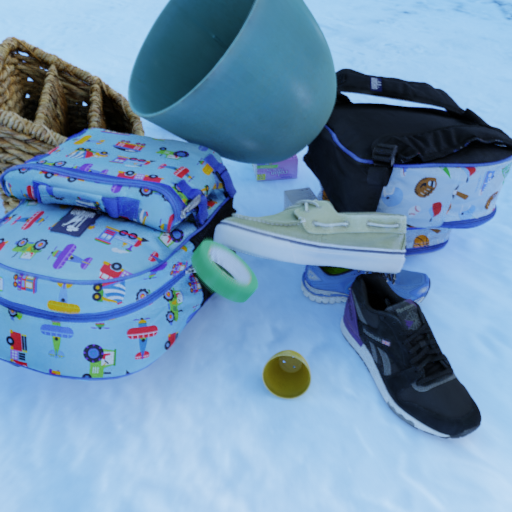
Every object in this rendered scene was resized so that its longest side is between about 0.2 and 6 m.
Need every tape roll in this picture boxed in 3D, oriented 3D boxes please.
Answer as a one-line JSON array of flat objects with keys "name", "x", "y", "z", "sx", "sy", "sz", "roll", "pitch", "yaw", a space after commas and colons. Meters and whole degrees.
[{"name": "tape roll", "x": -0.400, "y": 0.195, "z": 7.243, "sx": 0.929, "sy": 0.223, "sz": 0.929, "roll": 36, "pitch": 19, "yaw": -15}]

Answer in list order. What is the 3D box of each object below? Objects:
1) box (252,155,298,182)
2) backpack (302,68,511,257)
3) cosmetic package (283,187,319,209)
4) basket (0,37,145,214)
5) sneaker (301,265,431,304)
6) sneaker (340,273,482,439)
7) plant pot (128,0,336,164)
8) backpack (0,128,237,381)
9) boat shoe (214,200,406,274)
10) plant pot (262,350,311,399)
[{"name": "box", "x": 0.403, "y": -2.285, "z": 13.171, "sx": 0.969, "sy": 0.532, "sz": 1.101, "roll": -5, "pitch": 40, "yaw": -6}, {"name": "backpack", "x": 2.848, "y": -1.606, "z": 10.505, "sx": 3.477, "sy": 2.812, "sz": 3.651, "roll": -7, "pitch": 40, "yaw": -10}, {"name": "cosmetic package", "x": 1.017, "y": -0.616, "z": 10.912, "sx": 0.589, "sy": 0.819, "sz": 1.452, "roll": -10, "pitch": 38, "yaw": -12}, {"name": "basket", "x": -3.767, "y": -2.672, "z": 11.660, "sx": 2.830, "sy": 2.954, "sz": 3.965, "roll": -7, "pitch": 37, "yaw": -8}, {"name": "sneaker", "x": 1.885, "y": 0.356, "z": 9.581, "sx": 2.194, "sy": 0.978, "sz": 0.862, "roll": 4, "pitch": 39, "yaw": 4}, {"name": "sneaker", "x": 2.160, "y": 1.339, "z": 8.169, "sx": 1.054, "sy": 1.219, "sz": 2.783, "roll": -19, "pitch": 43, "yaw": -22}, {"name": "plant pot", "x": -0.182, "y": -3.131, "z": 9.768, "sx": 3.280, "sy": 2.632, "sz": 3.280, "roll": -25, "pitch": 50, "yaw": 34}, {"name": "backpack", "x": -2.365, "y": -0.072, "z": 8.468, "sx": 3.503, "sy": 2.581, "sz": 3.837, "roll": 14, "pitch": 32, "yaw": 15}, {"name": "boat shoe", "x": 0.883, "y": -0.371, "z": 8.510, "sx": 3.114, "sy": 0.966, "sz": 1.121, "roll": 6, "pitch": 5, "yaw": -22}, {"name": "plant pot", "x": 0.481, "y": 1.676, "z": 8.280, "sx": 0.716, "sy": 0.716, "sz": 0.508, "roll": 7, "pitch": 17, "yaw": 9}]
